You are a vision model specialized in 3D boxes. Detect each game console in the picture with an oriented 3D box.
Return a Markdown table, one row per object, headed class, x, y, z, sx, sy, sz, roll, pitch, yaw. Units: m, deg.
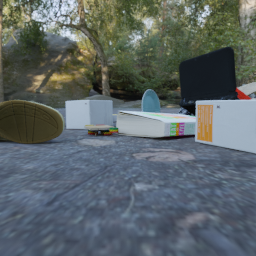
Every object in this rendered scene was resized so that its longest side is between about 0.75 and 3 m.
| class | x | y | z | sx | sy | sz | roll | pitch | yaw |
| --- | --- | --- | --- | --- | --- | --- | --- | --- | --- |
| game console | 3.357 | -1.407 | 10.551 | 2.486 | 1.645 | 2.827 | 30 | -13 | -24 |

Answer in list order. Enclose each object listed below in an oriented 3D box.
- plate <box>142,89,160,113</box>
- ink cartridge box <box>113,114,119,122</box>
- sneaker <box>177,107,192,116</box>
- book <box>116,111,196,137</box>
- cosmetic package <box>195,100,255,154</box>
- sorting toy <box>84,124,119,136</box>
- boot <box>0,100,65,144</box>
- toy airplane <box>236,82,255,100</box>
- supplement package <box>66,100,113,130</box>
| class | x | y | z | sx | sy | sz | roll | pitch | yaw |
| --- | --- | --- | --- | --- | --- | --- | --- | --- | --- |
| plate | 0.811 | -0.724 | 10.313 | 0.176 | 1.380 | 1.380 | -2 | 3 | 34 |
| ink cartridge box | -1.177 | -0.485 | 13.277 | 1.752 | 0.412 | 1.732 | 6 | 8 | 38 |
| sneaker | 2.788 | -0.868 | 14.317 | 0.629 | 0.949 | 1.667 | 4 | 6 | 35 |
| book | 1.290 | -0.078 | 7.954 | 2.724 | 0.655 | 1.820 | -2 | 8 | -41 |
| cosmetic package | 2.149 | -0.082 | 5.488 | 0.662 | 0.942 | 1.858 | -3 | 5 | -25 |
| sorting toy | -0.802 | 0.069 | 7.727 | 0.686 | 0.241 | 1.423 | -2 | 6 | -23 |
| boot | -2.541 | -0.186 | 6.941 | 2.592 | 0.934 | 2.005 | 0 | 4 | 9 |
| toy airplane | 4.763 | -1.270 | 12.891 | 2.548 | 2.537 | 1.798 | 9 | -37 | 15 |
| supplement package | -1.332 | -0.496 | 9.971 | 0.978 | 0.974 | 1.667 | 2 | 5 | 23 |
